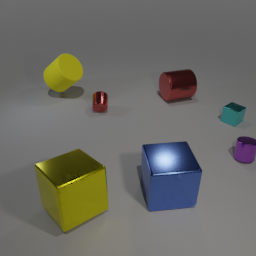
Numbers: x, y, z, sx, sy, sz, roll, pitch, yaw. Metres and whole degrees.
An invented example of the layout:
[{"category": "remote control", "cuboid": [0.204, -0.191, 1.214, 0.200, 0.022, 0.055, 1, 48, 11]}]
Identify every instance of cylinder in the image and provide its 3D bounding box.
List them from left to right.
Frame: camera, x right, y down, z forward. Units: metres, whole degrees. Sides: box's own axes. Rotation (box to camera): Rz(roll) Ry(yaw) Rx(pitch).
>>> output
[{"category": "cylinder", "cuboid": [-3.116, -2.638, 13.492, 1.400, 1.400, 1.400, -24, 12, 43]}, {"category": "cylinder", "cuboid": [-1.255, -1.182, 12.670, 0.700, 0.700, 0.700, 0, 61, -1]}, {"category": "cylinder", "cuboid": [2.412, -2.099, 13.669, 1.400, 1.400, 1.400, -11, 34, -16]}, {"category": "cylinder", "cuboid": [4.106, 0.743, 9.759, 0.700, 0.700, 0.700, 1, 23, 0]}]

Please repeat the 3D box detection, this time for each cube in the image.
[{"category": "cube", "cuboid": [-1.508, 1.604, 7.594, 1.400, 1.400, 1.400, -20, 29, -34]}, {"category": "cube", "cuboid": [1.187, 1.379, 8.182, 1.400, 1.400, 1.400, -4, 33, -6]}, {"category": "cube", "cuboid": [4.497, -0.592, 11.966, 0.700, 0.700, 0.700, -26, 40, -35]}]
